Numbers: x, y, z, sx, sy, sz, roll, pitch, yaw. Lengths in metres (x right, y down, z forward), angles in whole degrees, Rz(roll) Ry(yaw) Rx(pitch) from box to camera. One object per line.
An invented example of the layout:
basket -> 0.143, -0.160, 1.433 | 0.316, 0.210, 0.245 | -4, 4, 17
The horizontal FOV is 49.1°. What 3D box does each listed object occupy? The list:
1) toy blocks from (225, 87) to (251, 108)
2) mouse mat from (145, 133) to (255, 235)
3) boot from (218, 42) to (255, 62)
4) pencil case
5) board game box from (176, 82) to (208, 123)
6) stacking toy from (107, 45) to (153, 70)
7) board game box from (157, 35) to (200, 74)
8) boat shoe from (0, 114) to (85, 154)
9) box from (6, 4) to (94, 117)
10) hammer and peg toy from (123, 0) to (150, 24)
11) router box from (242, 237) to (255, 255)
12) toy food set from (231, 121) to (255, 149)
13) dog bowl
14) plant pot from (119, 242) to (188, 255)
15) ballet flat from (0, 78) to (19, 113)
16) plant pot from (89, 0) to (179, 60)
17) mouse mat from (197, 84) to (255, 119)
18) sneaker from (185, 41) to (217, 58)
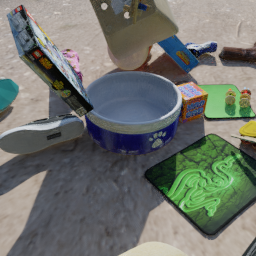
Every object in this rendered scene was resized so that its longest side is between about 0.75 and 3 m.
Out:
toy blocks -> 3.800, -1.155, 9.648 | 0.829, 0.361, 0.995 | 15, 41, 16
mouse mat -> 2.105, 1.186, 7.070 | 2.786, 0.105, 2.242 | -26, 46, -28
boot -> 5.033, -3.524, 12.561 | 1.846, 0.593, 1.720 | 6, 37, 14
pencil case -> -2.233, -2.203, 10.592 | 0.968, 0.926, 2.237 | -4, 38, -13
board game box -> 1.889, -0.825, 8.931 | 0.856, 0.855, 0.855 | -17, 41, -20
stacking toy -> 0.396, -3.537, 12.030 | 1.833, 1.833, 2.508 | 17, 24, 20
board game box -> 1.499, -3.615, 11.329 | 0.682, 2.441, 2.390 | -44, 38, 16
boat shoe -> -2.416, 0.113, 7.908 | 2.352, 0.807, 0.666 | -13, 36, -25
box -> -1.593, -1.343, 5.999 | 0.431, 2.160, 1.479 | -32, 56, 4
hammer and peg toy -> 0.186, -2.638, 5.600 | 0.406, 0.848, 1.152 | 23, 38, 8
router box -> 2.738, 2.582, 4.965 | 1.752, 0.544, 1.313 | -31, 48, -32
toy food set -> 3.730, 0.230, 7.977 | 1.672, 0.546, 0.984 | -26, 21, -31
dog bowl -> 0.114, -0.547, 8.373 | 2.848, 1.122, 2.848 | 0, 39, 0
plant pot -> -0.113, 2.864, 3.336 | 2.723, 2.723, 2.907 | 22, 30, 25
ballet flat -> -4.626, -0.622, 8.671 | 1.065, 1.065, 2.967 | 11, 40, 14
plant pot -> 0.005, -3.651, 8.422 | 2.333, 2.335, 2.068 | -21, 3, 15
mouse mat -> 3.261, -0.973, 9.749 | 1.709, 0.080, 2.124 | -2, 40, -2
sneaker -> 3.203, -3.400, 12.414 | 1.449, 0.585, 0.837 | 1, 42, 12
